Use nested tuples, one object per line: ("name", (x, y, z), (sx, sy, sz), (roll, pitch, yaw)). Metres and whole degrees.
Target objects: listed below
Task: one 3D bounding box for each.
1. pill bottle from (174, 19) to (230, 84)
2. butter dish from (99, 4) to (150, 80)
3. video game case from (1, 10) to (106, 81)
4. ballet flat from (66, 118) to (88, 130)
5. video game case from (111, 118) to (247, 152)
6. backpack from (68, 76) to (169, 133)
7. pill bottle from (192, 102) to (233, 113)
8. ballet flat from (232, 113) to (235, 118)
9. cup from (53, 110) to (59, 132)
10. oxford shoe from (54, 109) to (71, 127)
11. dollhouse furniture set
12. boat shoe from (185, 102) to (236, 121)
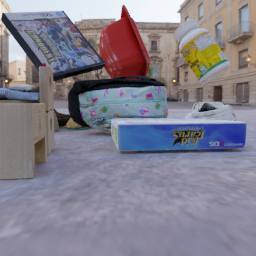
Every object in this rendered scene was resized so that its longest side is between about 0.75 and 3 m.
("pill bottle", (3.239, -3.446, 12.574), (1.502, 2.664, 1.502), (-30, -8, -5))
("butter dish", (-0.494, -3.077, 11.810), (2.099, 2.832, 2.840), (-21, -8, -9))
("video game case", (-2.497, -2.969, 9.742), (2.534, 2.804, 0.358), (-28, -14, -46))
("ballet flat", (-1.662, -0.380, 10.763), (0.812, 0.746, 2.367), (2, 5, 18))
("video game case", (0.925, 0.086, 6.365), (2.515, 0.571, 2.279), (-1, 5, -6))
("backpack", (-0.136, -0.679, 8.494), (2.748, 1.739, 2.293), (0, 12, 20))
("pill bottle", (4.130, -0.772, 13.742), (1.006, 1.006, 1.796), (-4, 7, -42))
("ballet flat", (3.386, -0.437, 11.340), (1.971, 0.742, 0.669), (4, -6, 42))
("cup", (-3.161, -0.480, 9.355), (1.671, 1.195, 1.671), (0, 4, 0))
("oxford shoe", (-2.917, -0.514, 10.736), (2.102, 0.887, 0.764), (2, -21, -22))
("dollhouse furniture set", (-2.129, -0.276, 4.434), (1.643, 1.634, 2.331), (-1, 5, -8))
("boat shoe", (2.715, -0.469, 9.499), (0.989, 0.897, 2.688), (-22, 12, -16))
